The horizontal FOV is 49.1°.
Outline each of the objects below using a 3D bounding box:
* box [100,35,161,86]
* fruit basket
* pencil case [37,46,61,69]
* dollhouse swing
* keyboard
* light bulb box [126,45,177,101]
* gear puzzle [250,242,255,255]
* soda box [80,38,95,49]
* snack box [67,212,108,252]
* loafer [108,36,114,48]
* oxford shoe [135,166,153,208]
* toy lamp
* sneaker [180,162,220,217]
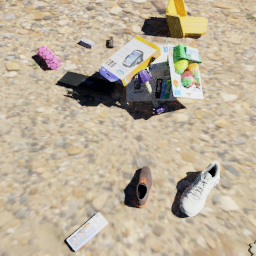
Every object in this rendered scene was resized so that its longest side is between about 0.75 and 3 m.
[{"bbox_3d":[0.023,-2.559,10.865,2.264,0.469,1.348,-42,54,-9],"label":"box"},{"bbox_3d":[2.217,-2.088,10.458,1.805,0.913,1.949,0,75,-40],"label":"fruit basket"},{"bbox_3d":[-3.769,-3.331,13.187,0.654,0.634,1.396,-32,55,-22],"label":"pencil case"},{"bbox_3d":[3.135,-5.906,14.708,1.765,1.824,2.007,-4,46,25],"label":"dollhouse swing"},{"bbox_3d":[-1.877,-1.755,12.103,2.480,0.255,1.576,16,46,14],"label":"keyboard"},{"bbox_3d":[0.969,-2.326,11.816,2.133,1.331,2.114,-1,53,-1],"label":"light bulb box"},{"bbox_3d":[3.918,3.428,7.789,1.692,0.222,0.876,-33,58,-25],"label":"gear puzzle"},{"bbox_3d":[-2.068,-4.306,14.219,0.781,0.248,0.267,28,56,21],"label":"soda box"},{"bbox_3d":[-1.176,3.025,8.175,1.202,0.146,0.432,-36,59,-26],"label":"snack box"},{"bbox_3d":[-0.888,-4.395,14.251,0.300,0.309,0.845,-3,50,-3],"label":"loafer"},{"bbox_3d":[0.533,1.785,8.955,0.524,0.534,1.473,6,50,5],"label":"oxford shoe"},{"bbox_3d":[0.835,-1.372,10.572,0.500,1.718,0.500,-26,15,7],"label":"toy lamp"},{"bbox_3d":[2.271,1.847,8.747,0.747,0.805,1.987,30,58,21],"label":"sneaker"}]
